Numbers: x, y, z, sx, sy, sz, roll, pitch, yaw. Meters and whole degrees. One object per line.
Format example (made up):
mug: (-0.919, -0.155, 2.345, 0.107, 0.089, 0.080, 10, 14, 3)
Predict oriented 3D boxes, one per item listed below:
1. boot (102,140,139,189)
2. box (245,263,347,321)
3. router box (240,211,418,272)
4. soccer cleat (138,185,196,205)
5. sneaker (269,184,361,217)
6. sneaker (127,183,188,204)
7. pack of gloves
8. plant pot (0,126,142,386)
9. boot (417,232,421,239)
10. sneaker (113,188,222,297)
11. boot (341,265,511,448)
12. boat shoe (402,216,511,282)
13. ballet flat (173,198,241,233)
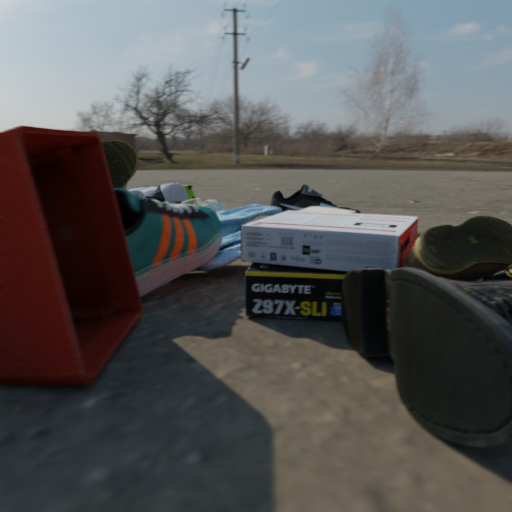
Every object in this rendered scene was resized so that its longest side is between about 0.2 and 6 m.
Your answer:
boot: (-3.892, -1.855, 14.213, 3.015, 1.138, 3.442, -35, 8, 9)
box: (1.079, 0.237, 7.756, 2.098, 0.648, 2.628, 3, 11, 9)
router box: (1.017, -0.228, 7.245, 1.921, 0.469, 1.724, 5, 12, 23)
soccer cleat: (-3.004, -1.586, 16.811, 1.136, 0.946, 2.803, -17, 0, 38)
sneaker: (1.461, -1.230, 13.985, 2.438, 1.103, 0.810, 0, 12, -4)
sneaker: (-3.096, -1.166, 14.168, 1.550, 1.013, 2.697, -4, 14, 38)
pack of gloves: (-0.522, -0.193, 10.470, 3.735, 0.737, 3.138, -20, 20, -32)
plant pot: (-2.501, 0.035, 5.518, 1.912, 2.168, 2.170, -12, 11, 3)
boot: (2.694, -0.155, 9.922, 2.041, 0.706, 1.777, 8, 9, 4)
sneaker: (-1.518, -0.388, 7.980, 1.190, 1.333, 3.335, 2, 19, 26)
boot: (2.462, 0.530, 4.970, 2.840, 1.129, 3.262, -2, 9, -7)
boat shoe: (2.400, -0.015, 6.416, 1.842, 0.663, 0.622, -7, -31, -31)
ballet flat: (-1.252, -0.930, 13.171, 0.888, 0.888, 2.430, -10, 15, -40)
